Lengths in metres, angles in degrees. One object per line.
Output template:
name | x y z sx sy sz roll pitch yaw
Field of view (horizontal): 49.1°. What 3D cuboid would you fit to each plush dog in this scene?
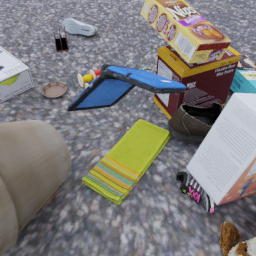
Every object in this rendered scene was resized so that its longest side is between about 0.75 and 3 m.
plush dog | 2.874 2.561 5.310 2.085 1.948 2.427 -18 18 2

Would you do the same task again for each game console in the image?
game console | 0.041 -0.477 4.418 1.271 0.881 1.490 25 18 21

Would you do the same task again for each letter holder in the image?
letter holder | -2.883 -3.876 11.958 0.533 0.753 1.059 -10 47 -9

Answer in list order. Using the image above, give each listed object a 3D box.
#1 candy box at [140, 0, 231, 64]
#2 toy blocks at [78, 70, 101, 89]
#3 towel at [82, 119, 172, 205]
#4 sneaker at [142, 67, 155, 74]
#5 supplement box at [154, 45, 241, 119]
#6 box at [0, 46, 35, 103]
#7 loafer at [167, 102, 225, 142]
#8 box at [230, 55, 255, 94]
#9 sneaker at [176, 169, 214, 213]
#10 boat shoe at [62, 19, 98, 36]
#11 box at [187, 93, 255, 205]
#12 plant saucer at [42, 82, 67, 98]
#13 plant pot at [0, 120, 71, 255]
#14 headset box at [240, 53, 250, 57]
candy box | 1.442 -2.606 7.248 1.264 0.611 2.166 -16 56 -35
toy blocks | -0.928 -1.722 10.016 1.423 0.517 1.186 -22 49 -20
towel | 0.066 0.763 7.771 1.217 0.255 2.827 26 51 22
sneaker | 0.618 -2.159 10.543 0.837 0.371 0.322 3 46 3
supplement box | 2.046 -1.512 8.744 1.996 2.024 1.344 -18 48 -17
box | -4.845 -2.083 10.149 1.596 0.823 2.737 -34 55 -29
loafer | 2.657 -0.125 7.990 2.949 1.052 1.076 2 45 -5
box | 4.144 -1.489 9.384 1.199 0.716 2.913 -1 41 -19
sneaker | 1.600 1.525 6.866 0.601 0.507 1.374 -13 43 -11
boat shoe | -2.197 -4.562 12.842 1.762 0.634 0.546 24 23 20
box | 2.731 0.461 6.377 1.707 2.242 1.192 -3 41 -34
plant saucer | -2.582 -1.307 9.871 0.868 0.150 0.868 1 46 -1
plant pot | -2.692 1.002 6.146 2.813 2.813 2.441 28 34 24
headset box | 4.333 -2.642 11.029 0.936 0.351 0.696 17 48 16
